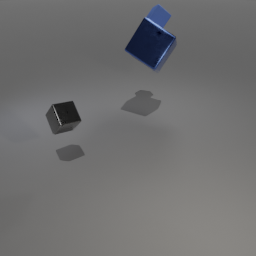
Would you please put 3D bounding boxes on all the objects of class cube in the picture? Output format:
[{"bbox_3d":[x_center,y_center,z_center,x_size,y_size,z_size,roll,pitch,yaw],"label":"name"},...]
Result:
[{"bbox_3d":[0.923,-3.152,10.874,1.400,1.400,1.400,35,12,6],"label":"cube"},{"bbox_3d":[1.183,-4.431,11.318,0.700,0.700,0.700,34,3,-19],"label":"cube"},{"bbox_3d":[-1.931,-0.303,8.351,0.700,0.700,0.700,-16,75,-38],"label":"cube"}]
